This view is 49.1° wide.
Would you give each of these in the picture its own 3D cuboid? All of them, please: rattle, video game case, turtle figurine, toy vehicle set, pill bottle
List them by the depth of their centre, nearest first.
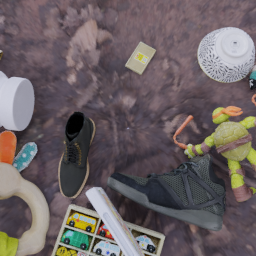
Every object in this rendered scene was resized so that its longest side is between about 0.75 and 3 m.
[{"bbox_3d":[-0.186,1.990,5.634,0.226,1.976,1.799,-33,81,-9],"label":"video game case"},{"bbox_3d":[2.596,0.360,6.335,2.851,0.918,2.299,-29,83,20],"label":"turtle figurine"},{"bbox_3d":[-3.732,-0.717,6.643,2.631,1.523,1.523,8,81,1],"label":"pill bottle"},{"bbox_3d":[-0.498,2.914,6.657,2.408,0.319,1.496,17,81,3],"label":"toy vehicle set"},{"bbox_3d":[-3.050,1.798,6.793,1.851,2.031,2.843,-6,61,-33],"label":"rattle"},{"bbox_3d":[0.345,-1.880,7.548,0.489,0.104,0.787,31,82,5],"label":"toy vehicle set"}]

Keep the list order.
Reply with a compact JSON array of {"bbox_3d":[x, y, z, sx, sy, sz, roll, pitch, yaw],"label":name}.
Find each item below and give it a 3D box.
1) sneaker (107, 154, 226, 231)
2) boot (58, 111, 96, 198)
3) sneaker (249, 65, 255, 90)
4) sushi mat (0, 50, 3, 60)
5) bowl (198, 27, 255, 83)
[{"bbox_3d":[0.992,1.228,6.581,2.825,1.080,1.618,17,79,0],"label":"sneaker"},{"bbox_3d":[-1.309,0.627,6.487,0.780,1.393,2.014,7,81,1],"label":"boot"},{"bbox_3d":[3.991,-1.026,7.187,1.756,0.627,0.702,18,85,9],"label":"sneaker"},{"bbox_3d":[-4.739,-2.047,7.558,2.520,0.153,1.206,25,81,4],"label":"sushi mat"},{"bbox_3d":[2.655,-2.026,7.262,1.548,0.726,1.548,0,80,1],"label":"bowl"}]
